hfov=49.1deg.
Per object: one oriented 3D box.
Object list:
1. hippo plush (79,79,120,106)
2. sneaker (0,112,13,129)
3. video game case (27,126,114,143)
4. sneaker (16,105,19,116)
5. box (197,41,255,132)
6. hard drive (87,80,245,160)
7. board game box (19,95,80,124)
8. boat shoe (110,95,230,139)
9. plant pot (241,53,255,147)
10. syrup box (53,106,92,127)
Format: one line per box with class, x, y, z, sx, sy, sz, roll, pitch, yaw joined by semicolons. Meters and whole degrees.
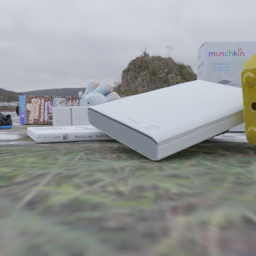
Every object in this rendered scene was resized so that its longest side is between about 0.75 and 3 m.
hippo plush;-1.934;-1.506;14.614;2.840;2.262;2.283;1;3;9
sneaker;-3.774;-0.209;7.903;0.435;0.509;1.228;0;3;21
video game case;-1.150;0.094;5.599;1.504;0.196;1.653;-2;5;-25
sneaker;-4.634;-0.818;15.173;2.513;0.839;1.347;4;3;8
box;3.156;-1.041;7.287;2.543;2.244;1.230;1;4;3
hard drive;0.779;-0.268;4.068;2.283;0.300;1.506;-18;27;-33
board game box;-3.080;-0.717;11.326;2.223;1.076;1.772;0;4;-11
boat shoe;0.675;-0.049;5.176;2.512;0.912;0.788;-3;-29;-6
plant pot;2.237;-0.351;3.262;1.584;1.549;1.539;-12;9;-24
syrup box;-1.449;-0.350;8.778;1.657;0.675;0.652;0;4;1
